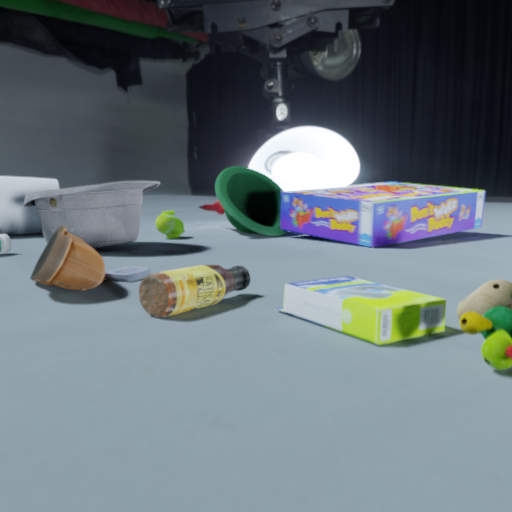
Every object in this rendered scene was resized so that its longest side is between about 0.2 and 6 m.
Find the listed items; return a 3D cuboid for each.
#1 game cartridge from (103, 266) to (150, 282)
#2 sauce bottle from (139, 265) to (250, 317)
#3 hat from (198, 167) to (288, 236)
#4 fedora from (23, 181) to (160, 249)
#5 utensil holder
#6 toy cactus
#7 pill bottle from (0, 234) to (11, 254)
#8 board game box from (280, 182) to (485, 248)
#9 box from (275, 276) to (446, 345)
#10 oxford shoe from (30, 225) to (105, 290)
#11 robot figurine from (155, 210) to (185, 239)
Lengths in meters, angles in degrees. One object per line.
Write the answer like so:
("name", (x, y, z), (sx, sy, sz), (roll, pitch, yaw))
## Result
("game cartridge", (-1.935, 0.277, 8.505), (0.492, 0.151, 0.739), (-1, 7, 18))
("sauce bottle", (-0.649, 0.348, 6.596), (0.517, 0.517, 1.567), (6, 11, 37))
("hat", (-0.527, -0.862, 15.714), (2.385, 2.535, 2.880), (31, 39, -8))
("fedora", (-3.473, -0.813, 12.005), (2.919, 1.318, 2.581), (-4, 5, 14))
("utensil holder", (-6.305, -1.320, 14.932), (1.896, 1.611, 1.611), (-1, 7, -26))
("toy cactus", (2.299, 0.293, 4.917), (1.005, 1.966, 1.622), (37, -26, -2))
("pill bottle", (-5.205, -0.207, 10.873), (0.437, 0.437, 0.773), (5, 10, 30))
("board game box", (3.310, -1.191, 14.486), (4.523, 1.013, 3.041), (-10, 16, -39))
("box", (1.034, 0.516, 5.889), (0.977, 0.382, 1.602), (-4, 10, -33))
("oxford shoe", (-2.626, 0.136, 7.937), (0.876, 0.877, 2.459), (27, -4, -23))
("robot figurine", (-2.177, -0.762, 14.109), (0.511, 0.774, 0.883), (-23, -24, 23))
